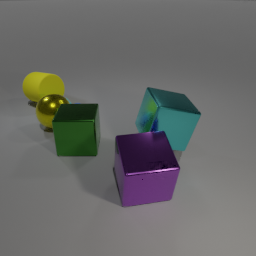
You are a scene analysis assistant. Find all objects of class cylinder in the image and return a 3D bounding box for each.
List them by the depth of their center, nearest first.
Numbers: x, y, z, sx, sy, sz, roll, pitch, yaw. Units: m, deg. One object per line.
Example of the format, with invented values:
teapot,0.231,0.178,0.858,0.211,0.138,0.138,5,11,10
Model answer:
cylinder,-3.905,-1.841,12.968,1.400,1.400,1.400,15,31,40

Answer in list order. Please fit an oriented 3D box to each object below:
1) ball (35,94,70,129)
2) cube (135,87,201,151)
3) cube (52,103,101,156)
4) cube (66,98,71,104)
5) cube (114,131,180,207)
ball,-2.937,-0.664,11.115,1.400,1.400,1.400,0,28,0
cube,1.193,-0.284,8.844,1.400,1.400,1.400,8,29,-18
cube,-1.754,0.040,9.889,1.400,1.400,1.400,0,28,0
cube,-3.016,-0.989,12.294,0.700,0.700,0.700,19,14,-35
cube,0.436,1.090,7.619,1.400,1.400,1.400,-6,44,-10
